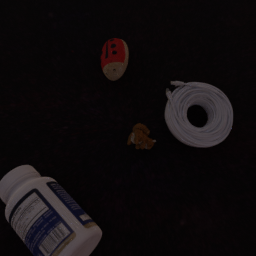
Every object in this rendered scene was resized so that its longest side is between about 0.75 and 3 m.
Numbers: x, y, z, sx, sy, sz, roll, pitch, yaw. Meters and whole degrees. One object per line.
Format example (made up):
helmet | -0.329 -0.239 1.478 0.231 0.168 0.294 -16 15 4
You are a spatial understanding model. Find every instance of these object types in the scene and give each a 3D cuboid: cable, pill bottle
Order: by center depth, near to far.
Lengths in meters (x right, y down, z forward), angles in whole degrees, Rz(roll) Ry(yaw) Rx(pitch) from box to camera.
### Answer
pill bottle | -2.069 2.202 7.045 2.710 1.505 1.505 40 73 24
cable | 2.107 -0.389 8.459 2.031 0.703 2.032 0 77 -7

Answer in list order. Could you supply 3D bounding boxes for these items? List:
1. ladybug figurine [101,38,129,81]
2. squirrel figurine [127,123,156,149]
ladybug figurine | -0.499 -2.328 9.205 1.082 0.573 1.593 -25 57 36
squirrel figurine | 0.465 0.261 8.319 0.743 0.564 0.797 18 69 -24
